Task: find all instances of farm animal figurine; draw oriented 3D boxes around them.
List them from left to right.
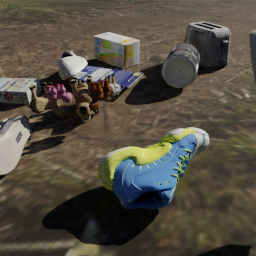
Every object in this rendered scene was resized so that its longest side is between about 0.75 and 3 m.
[{"bbox_3d":[-1.496,-0.817,8.227,2.296,1.197,2.271,0,19,11],"label":"farm animal figurine"}]

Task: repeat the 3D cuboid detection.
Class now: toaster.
[{"bbox_3d":[3.383,-3.678,12.300,1.391,1.581,2.448,-15,35,-24],"label":"toaster"}]

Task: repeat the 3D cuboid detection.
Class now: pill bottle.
[{"bbox_3d":[2.095,-2.521,10.748,1.250,1.250,2.353,9,32,14],"label":"pill bottle"}]

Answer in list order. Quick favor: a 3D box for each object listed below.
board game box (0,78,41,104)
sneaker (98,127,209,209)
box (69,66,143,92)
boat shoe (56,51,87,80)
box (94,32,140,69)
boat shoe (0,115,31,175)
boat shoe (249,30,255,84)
[{"bbox_3d":[-3.887,-1.277,9.480,1.510,0.485,1.114,2,33,6],"label":"board game box"},{"bbox_3d":[0.783,0.911,5.714,2.645,1.002,1.390,-17,50,-19],"label":"sneaker"},{"bbox_3d":[-0.772,-1.793,10.364,2.391,0.387,1.448,11,34,22],"label":"box"},{"bbox_3d":[-2.258,-2.563,10.884,0.889,0.846,2.470,-18,22,16],"label":"boat shoe"},{"bbox_3d":[-0.508,-3.462,12.409,1.936,1.089,0.981,27,41,36],"label":"box"},{"bbox_3d":[-3.071,0.433,6.645,0.939,0.756,2.024,-10,29,9],"label":"boat shoe"},{"bbox_3d":[2.566,-0.597,4.298,1.038,2.239,0.836,-12,-15,27],"label":"boat shoe"}]
